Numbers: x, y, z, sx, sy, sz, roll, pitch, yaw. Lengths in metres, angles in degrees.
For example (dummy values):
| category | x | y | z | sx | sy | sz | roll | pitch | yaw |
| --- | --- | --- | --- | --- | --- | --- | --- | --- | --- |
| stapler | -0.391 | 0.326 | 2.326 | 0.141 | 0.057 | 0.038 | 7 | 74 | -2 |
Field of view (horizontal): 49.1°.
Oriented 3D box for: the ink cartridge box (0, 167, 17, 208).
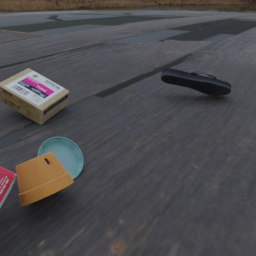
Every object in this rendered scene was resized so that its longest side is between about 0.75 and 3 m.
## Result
| category | x | y | z | sx | sy | sz | roll | pitch | yaw |
| --- | --- | --- | --- | --- | --- | --- | --- | --- | --- |
| ink cartridge box | -2.821 | 0.999 | 4.350 | 1.628 | 1.177 | 1.183 | 29 | 60 | -13 |

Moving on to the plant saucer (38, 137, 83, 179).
| category | x | y | z | sx | sy | sz | roll | pitch | yaw |
| --- | --- | --- | --- | --- | --- | --- | --- | --- | --- |
| plant saucer | -1.578 | 0.741 | 6.508 | 1.091 | 1.091 | 0.196 | -27 | -6 | -41 |

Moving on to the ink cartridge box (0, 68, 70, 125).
| category | x | y | z | sx | sy | sz | roll | pitch | yaw |
| --- | --- | --- | --- | --- | --- | --- | --- | --- | --- |
| ink cartridge box | -3.119 | -1.097 | 9.319 | 1.801 | 0.676 | 1.484 | 29 | 42 | 9 |

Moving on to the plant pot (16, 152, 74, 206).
| category | x | y | z | sx | sy | sz | roll | pitch | yaw |
| --- | --- | --- | --- | --- | --- | --- | --- | --- | --- |
| plant pot | -1.718 | 0.954 | 5.533 | 1.071 | 0.750 | 1.071 | -23 | 0 | 0 |

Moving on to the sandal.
| category | x | y | z | sx | sy | sz | roll | pitch | yaw |
| --- | --- | --- | --- | --- | --- | --- | --- | --- | --- |
| sandal | 2.653 | -1.860 | 10.616 | 2.767 | 0.592 | 1.052 | 15 | -15 | -4 |
